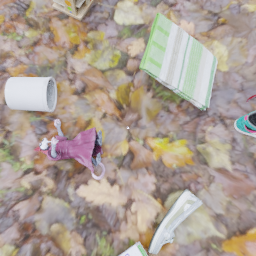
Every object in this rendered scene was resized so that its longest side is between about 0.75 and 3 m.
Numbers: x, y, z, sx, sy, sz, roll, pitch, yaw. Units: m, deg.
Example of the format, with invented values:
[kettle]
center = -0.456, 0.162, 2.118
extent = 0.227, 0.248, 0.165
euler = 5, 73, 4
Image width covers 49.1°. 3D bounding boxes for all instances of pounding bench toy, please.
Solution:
[pounding bench toy]
center = -2.344, -5.185, 10.025
extent = 1.994, 1.555, 1.238
euler = 26, 75, 8

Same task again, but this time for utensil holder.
[utensil holder]
center = -3.091, -1.100, 9.045
extent = 1.322, 1.124, 1.124
euler = 3, 73, 4

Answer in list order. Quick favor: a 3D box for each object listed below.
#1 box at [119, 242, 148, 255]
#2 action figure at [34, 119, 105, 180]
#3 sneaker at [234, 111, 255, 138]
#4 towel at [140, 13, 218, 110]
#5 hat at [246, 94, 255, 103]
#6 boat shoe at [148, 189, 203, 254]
[box]
center = 0.059, 4.643, 7.101
extent = 2.209, 1.210, 2.503
euler = -33, 71, -4
[action figure]
center = -1.825, 0.664, 8.719
extent = 2.158, 1.607, 1.446
euler = -6, 29, 12
[sneaker]
center = 4.331, -0.086, 8.764
extent = 1.689, 1.020, 0.706
euler = 13, 74, 4
[towel]
center = 1.691, -2.035, 8.893
extent = 2.813, 0.432, 2.098
euler = 26, 69, -28
[hat]
center = 5.642, -1.667, 9.687
extent = 2.345, 2.064, 1.942
euler = 20, 62, -29
[boat shoe]
center = 1.332, 2.758, 8.058
extent = 0.673, 0.774, 2.100
euler = 35, 69, 14
